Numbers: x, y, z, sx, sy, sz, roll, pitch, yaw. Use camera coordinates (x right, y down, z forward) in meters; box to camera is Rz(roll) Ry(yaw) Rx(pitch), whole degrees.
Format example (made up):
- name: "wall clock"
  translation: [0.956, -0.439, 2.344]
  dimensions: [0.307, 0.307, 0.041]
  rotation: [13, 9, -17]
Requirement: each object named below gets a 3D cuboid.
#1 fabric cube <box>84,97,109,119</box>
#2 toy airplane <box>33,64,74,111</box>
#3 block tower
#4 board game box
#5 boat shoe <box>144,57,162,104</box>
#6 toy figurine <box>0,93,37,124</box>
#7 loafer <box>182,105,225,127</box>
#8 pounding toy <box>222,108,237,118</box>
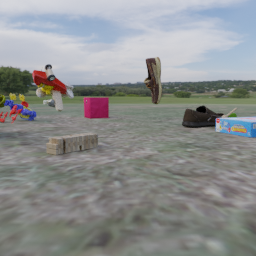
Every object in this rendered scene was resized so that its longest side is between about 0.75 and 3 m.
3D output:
- name: "fabric cube"
  translation: [-1.810, -1.162, 15.912]
  dimensions: [1.165, 1.161, 1.143]
  rotation: [-3, 8, -27]
- name: "toy airplane"
  translation: [-2.923, -1.539, 10.740]
  dimensions: [1.219, 1.720, 1.728]
  rotation: [-31, 17, 12]
- name: "block tower"
  translation: [-1.176, 0.326, 6.200]
  dimensions: [0.357, 0.333, 1.233]
  rotation: [6, 9, 38]
- name: "board game box"
  translation: [4.029, -0.060, 9.049]
  dimensions: [1.677, 0.469, 1.642]
  rotation: [-2, 6, -19]
- name: "boat shoe"
  translation: [1.023, -2.018, 12.146]
  dimensions: [0.737, 2.047, 0.739]
  rotation: [-6, 22, -11]
- name: "toy figurine"
  translation: [-5.416, -0.662, 13.666]
  dimensions: [2.778, 1.465, 1.664]
  rotation: [8, -19, 35]
- name: "loafer"
  translation: [3.160, -0.493, 11.273]
  dimensions: [2.339, 0.834, 0.854]
  rotation: [-5, 8, -37]
- name: "pounding toy"
  translation: [3.846, -0.223, 10.452]
  dimensions: [0.733, 0.441, 0.949]
  rotation: [-29, -31, -3]
